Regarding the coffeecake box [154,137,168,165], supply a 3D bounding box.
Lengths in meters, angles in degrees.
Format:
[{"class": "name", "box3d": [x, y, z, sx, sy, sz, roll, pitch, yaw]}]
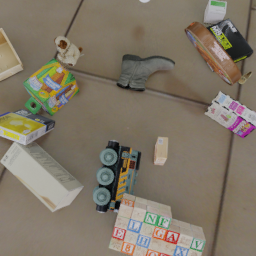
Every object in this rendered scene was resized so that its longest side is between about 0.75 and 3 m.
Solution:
[{"class": "coffeecake box", "box3d": [1.283, 0.921, 10.956, 0.397, 1.086, 0.834, 6, 68, 1]}]

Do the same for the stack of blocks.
[{"class": "stack of blocks", "box3d": [1.026, 3.577, 9.605, 2.997, 0.878, 1.726, 16, 102, 4]}]

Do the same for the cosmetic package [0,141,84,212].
[{"class": "cosmetic package", "box3d": [-3.148, 1.719, 10.381, 2.758, 1.451, 0.980, 39, 95, 15]}]

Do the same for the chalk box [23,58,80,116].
[{"class": "chalk box", "box3d": [-3.358, -1.547, 11.763, 1.362, 1.352, 2.182, 41, 74, 15]}]

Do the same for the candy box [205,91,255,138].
[{"class": "candy box", "box3d": [4.231, -0.521, 11.391, 1.929, 1.315, 0.588, 34, 71, 11]}]

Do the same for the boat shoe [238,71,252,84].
[{"class": "boat shoe", "box3d": [5.289, -2.296, 12.642, 0.289, 0.247, 0.788, 43, 75, 15]}]

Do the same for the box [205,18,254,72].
[{"class": "box", "box3d": [4.378, -3.902, 13.121, 2.072, 0.510, 2.146, -24, 71, -6]}]

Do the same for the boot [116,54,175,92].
[{"class": "boot", "box3d": [0.787, -2.334, 12.463, 2.479, 0.839, 1.619, 5, 75, 9]}]

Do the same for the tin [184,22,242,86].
[{"class": "tin", "box3d": [2.802, -2.441, 9.210, 0.514, 1.374, 2.454, -40, 98, 15]}]

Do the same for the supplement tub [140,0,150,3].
[{"class": "supplement tub", "box3d": [0.698, -5.408, 11.299, 0.581, 0.581, 0.828, 11, 34, 4]}]

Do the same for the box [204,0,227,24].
[{"class": "box", "box3d": [4.219, -5.605, 13.584, 0.852, 0.856, 0.733, 10, 71, 3]}]

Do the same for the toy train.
[{"class": "toy train", "box3d": [-0.415, 1.842, 10.462, 1.542, 1.153, 2.706, 10, 83, -7]}]

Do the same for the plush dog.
[{"class": "plush dog", "box3d": [-2.183, -2.855, 9.979, 0.893, 0.956, 1.113, -47, 41, -6]}]

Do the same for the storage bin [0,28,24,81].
[{"class": "storage bin", "box3d": [-6.034, -3.136, 12.611, 1.946, 0.912, 1.932, -30, 71, -11]}]

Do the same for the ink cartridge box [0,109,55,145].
[{"class": "ink cartridge box", "box3d": [-4.342, -0.203, 10.941, 2.215, 2.189, 0.520, 21, 111, 6]}]
